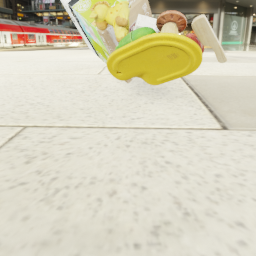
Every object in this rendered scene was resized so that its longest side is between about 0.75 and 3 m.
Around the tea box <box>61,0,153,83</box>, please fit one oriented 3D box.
[{"bbox_3d":[-0.493,-3.480,9.622,1.797,2.690,2.646,-42,60,-4],"label":"tea box"}]

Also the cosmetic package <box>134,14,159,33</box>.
[{"bbox_3d":[0.343,-2.064,6.564,0.535,0.328,1.296,11,-17,-6],"label":"cosmetic package"}]

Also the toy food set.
[{"bbox_3d":[0.730,-1.726,5.907,2.607,0.851,1.534,-11,-27,40],"label":"toy food set"}]

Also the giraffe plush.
[{"bbox_3d":[-0.409,-2.515,6.382,0.875,1.079,0.931,5,17,2],"label":"giraffe plush"}]
